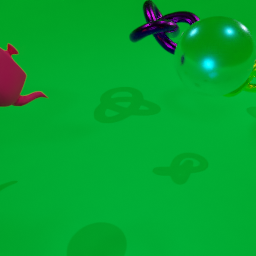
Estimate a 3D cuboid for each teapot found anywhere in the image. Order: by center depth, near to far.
[{"bbox_3d":[-2.291,-0.992,4.873,1.020,2.083,1.295,-49,39,-11],"label":"teapot"}]

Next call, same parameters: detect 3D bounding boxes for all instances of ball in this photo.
[{"bbox_3d":[1.114,-0.919,3.650,1.009,1.009,1.009,0,39,0],"label":"ball"}]

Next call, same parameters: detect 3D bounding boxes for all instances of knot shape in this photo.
[{"bbox_3d":[2.472,-1.147,5.708,1.275,1.193,0.589,5,56,-34],"label":"knot shape"},{"bbox_3d":[1.151,-2.784,7.893,1.921,0.949,2.053,20,43,8],"label":"knot shape"}]
